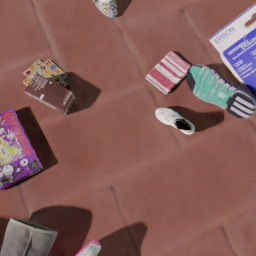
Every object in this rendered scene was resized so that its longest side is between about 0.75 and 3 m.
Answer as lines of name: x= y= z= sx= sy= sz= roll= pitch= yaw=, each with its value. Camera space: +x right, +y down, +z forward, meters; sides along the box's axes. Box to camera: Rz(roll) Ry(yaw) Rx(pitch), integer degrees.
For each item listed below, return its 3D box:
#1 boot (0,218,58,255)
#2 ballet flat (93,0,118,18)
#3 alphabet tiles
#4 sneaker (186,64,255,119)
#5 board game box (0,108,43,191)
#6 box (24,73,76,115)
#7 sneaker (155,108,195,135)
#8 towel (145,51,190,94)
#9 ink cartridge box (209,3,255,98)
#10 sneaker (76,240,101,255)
boot: x=-2.437 y=3.990 z=7.071 sx=2.523 sy=1.007 sz=2.775 roll=22 pitch=65 yaw=1
ballet flat: x=-0.993 y=-4.906 z=10.014 sx=0.739 sy=0.739 sz=2.056 roll=-26 pitch=74 yaw=-8
alphabet tiles: x=-2.745 y=-1.637 z=9.290 sx=1.411 sy=0.045 sz=1.174 roll=41 pitch=77 yaw=12
sneaker: x=2.960 y=-1.138 z=8.771 sx=1.120 sy=0.952 sz=2.559 roll=-7 pitch=43 yaw=-43
board game box: x=-3.618 y=0.602 z=8.435 sx=1.309 sy=0.352 sz=2.181 roll=-29 pitch=74 yaw=-13
box: x=-2.428 y=-1.053 z=8.811 sx=1.409 sy=0.528 sz=0.705 roll=27 pitch=74 yaw=3
sneaker: x=1.369 y=-0.290 z=8.337 sx=1.334 sy=0.767 sz=0.503 roll=30 pitch=91 yaw=18
towel: x=1.361 y=-1.859 z=9.312 sx=0.968 sy=0.153 sz=1.344 roll=41 pitch=76 yaw=13
ink cartridge box: x=4.578 y=-2.444 z=8.545 sx=2.942 sy=0.700 sz=2.977 roll=-35 pitch=75 yaw=19
sneaker: x=-1.202 y=4.020 z=7.030 sx=1.033 sy=0.953 sz=2.342 roll=26 pitch=82 yaw=7
